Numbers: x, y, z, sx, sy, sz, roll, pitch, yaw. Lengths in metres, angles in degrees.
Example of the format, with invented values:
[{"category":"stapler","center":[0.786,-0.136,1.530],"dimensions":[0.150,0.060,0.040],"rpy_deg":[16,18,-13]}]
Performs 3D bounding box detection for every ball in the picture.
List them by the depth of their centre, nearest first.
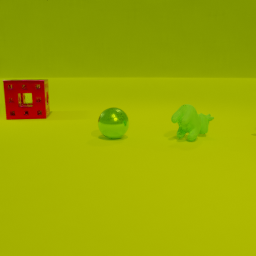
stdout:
[{"category":"ball","center":[-0.370,-0.124,7.153],"dimensions":[0.804,0.804,0.804],"rpy_deg":[0,11,0]}]

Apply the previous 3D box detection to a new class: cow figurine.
[{"category":"cow figurine","center":[1.660,-0.220,7.128],"dimensions":[0.653,1.190,1.171],"rpy_deg":[10,50,42]}]

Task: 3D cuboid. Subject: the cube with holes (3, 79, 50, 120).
[{"category":"cube with holes","center":[-3.798,-1.133,10.683],"dimensions":[1.398,1.398,1.398],"rpy_deg":[-2,11,-10]}]
